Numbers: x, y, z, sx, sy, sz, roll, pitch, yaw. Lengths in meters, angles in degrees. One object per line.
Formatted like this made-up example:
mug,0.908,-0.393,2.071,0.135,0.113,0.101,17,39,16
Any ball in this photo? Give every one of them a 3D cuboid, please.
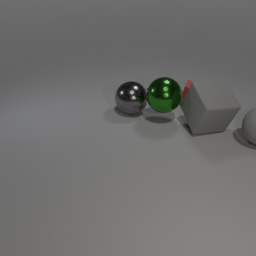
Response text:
ball,1.407,-1.285,10.942,1.400,1.400,1.400,0,31,0
ball,0.140,-1.272,11.839,1.400,1.400,1.400,0,31,0
ball,4.709,-0.066,9.734,1.400,1.400,1.400,0,31,0

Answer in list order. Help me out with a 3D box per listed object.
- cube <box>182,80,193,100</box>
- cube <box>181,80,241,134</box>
cube,2.820,-1.604,12.501,0.700,0.700,0.700,24,42,6
cube,3.016,-0.783,10.427,1.400,1.400,1.400,-5,53,-16
